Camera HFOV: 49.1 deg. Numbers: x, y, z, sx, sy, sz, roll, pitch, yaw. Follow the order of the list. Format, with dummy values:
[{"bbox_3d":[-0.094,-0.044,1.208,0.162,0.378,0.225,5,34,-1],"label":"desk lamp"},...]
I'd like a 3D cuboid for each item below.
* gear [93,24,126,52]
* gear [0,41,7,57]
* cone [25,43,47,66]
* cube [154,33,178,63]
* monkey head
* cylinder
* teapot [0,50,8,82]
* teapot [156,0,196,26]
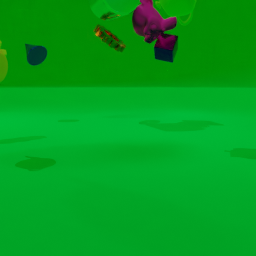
[{"bbox_3d":[-0.653,-3.262,10.201,1.276,0.236,1.276,33,24,-17],"label":"gear"},{"bbox_3d":[-3.876,-1.884,6.995,1.509,1.509,0.279,-7,-23,-37],"label":"gear"},{"bbox_3d":[-3.710,-2.999,10.727,0.869,0.866,0.866,44,29,21],"label":"cone"},{"bbox_3d":[1.392,-2.923,10.196,0.703,0.703,0.703,16,-22,16],"label":"cube"},{"bbox_3d":[0.871,-3.735,9.715,1.431,1.198,1.988,-21,-22,-2],"label":"monkey head"},{"bbox_3d":[-0.462,-4.254,9.035,1.338,1.338,1.338,-4,13,-24],"label":"cylinder"},{"bbox_3d":[-2.530,-1.096,5.013,0.560,0.712,1.145,12,-29,5],"label":"teapot"},{"bbox_3d":[0.875,-2.711,5.641,0.742,1.516,0.943,-24,40,28],"label":"teapot"}]
